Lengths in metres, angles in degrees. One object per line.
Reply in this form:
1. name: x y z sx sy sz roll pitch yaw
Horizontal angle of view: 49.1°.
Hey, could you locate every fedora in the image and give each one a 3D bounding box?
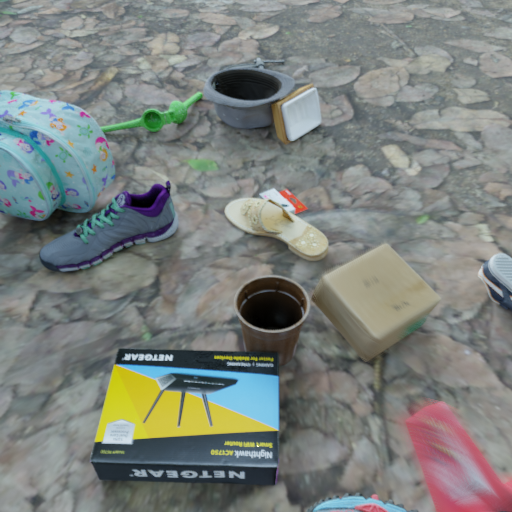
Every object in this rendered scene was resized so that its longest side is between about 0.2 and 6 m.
1. fedora: -0.214 -4.258 15.454 2.523 1.139 2.232 14 45 17

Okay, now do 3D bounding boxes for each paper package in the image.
1. paper package: 2.158 0.818 10.164 1.650 0.854 1.573 -26 62 -26

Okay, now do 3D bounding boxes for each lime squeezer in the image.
1. lime squeezer: -2.708 -3.963 15.542 3.391 0.640 1.197 -28 51 -25

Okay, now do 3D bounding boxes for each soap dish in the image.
1. soap dish: 1.075 -3.832 15.085 0.595 1.152 1.465 20 46 42

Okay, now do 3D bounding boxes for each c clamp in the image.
1. c clamp: -0.046 -5.578 17.390 2.052 0.325 2.402 -2 44 -2

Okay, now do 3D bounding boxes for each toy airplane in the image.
1. toy airplane: 2.256 3.409 6.759 3.077 0.566 3.077 0 87 -7

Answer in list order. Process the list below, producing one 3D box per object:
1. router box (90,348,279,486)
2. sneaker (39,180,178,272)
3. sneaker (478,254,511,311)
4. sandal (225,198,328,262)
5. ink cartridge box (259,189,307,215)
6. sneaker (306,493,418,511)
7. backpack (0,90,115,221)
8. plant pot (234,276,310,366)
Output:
1. router box: -0.995 2.482 8.862 2.719 0.694 2.028 1 44 1
2. sneaker: -3.126 -0.737 11.720 3.008 1.317 1.119 -23 49 -22
3. sneaker: 5.046 0.751 10.730 0.694 0.702 1.769 -36 79 -24
4. sandal: 0.398 -0.865 12.058 2.681 0.882 0.983 30 65 27
5. ink cartridge box: 0.640 -1.263 13.069 0.789 0.198 0.909 -24 49 -21
6. sneaker: 1.832 3.922 7.176 2.592 1.028 1.238 11 47 11
7. backpack: -4.676 -2.101 12.213 2.905 2.578 2.187 9 47 14
8. plant pot: 0.271 1.219 9.773 1.264 1.251 1.264 0 44 0
